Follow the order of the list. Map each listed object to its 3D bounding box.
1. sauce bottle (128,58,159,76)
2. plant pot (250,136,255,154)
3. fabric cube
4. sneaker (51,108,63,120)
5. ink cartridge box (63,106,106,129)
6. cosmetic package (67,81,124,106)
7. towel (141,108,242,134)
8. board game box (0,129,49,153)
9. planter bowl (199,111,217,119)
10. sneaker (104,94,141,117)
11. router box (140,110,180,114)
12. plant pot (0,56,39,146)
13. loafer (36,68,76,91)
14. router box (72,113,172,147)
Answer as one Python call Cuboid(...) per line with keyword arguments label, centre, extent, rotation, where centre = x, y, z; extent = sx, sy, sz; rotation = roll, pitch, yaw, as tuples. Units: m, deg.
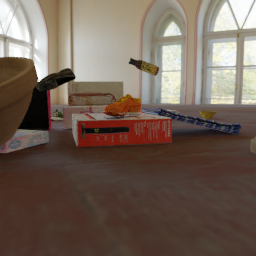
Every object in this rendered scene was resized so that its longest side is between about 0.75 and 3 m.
Cuboid(label="sauce bottle", centre=(0.720, -2.862, 12.993), extent=(1.449, 0.478, 0.478), rotation=(16, 2, -13))
Cuboid(label="plant pot", centre=(3.106, 0.010, 5.547), extent=(1.200, 1.047, 1.200), rotation=(1, 7, 0))
Cuboid(label="fabric cube", centre=(-3.398, -0.693, 9.312), extent=(1.604, 1.635, 1.629), rotation=(-2, 6, -12))
Cuboid(label="sneaker", centre=(-3.474, -0.700, 14.190), extent=(0.515, 0.594, 1.340), rotation=(4, 7, 33))
Cuboid(label="ink cartridge box", centre=(-1.349, -0.437, 10.585), extent=(1.917, 0.812, 1.386), rotation=(0, 5, 5))
Cuboid(label="cosmetic package", centre=(-1.342, -1.388, 11.447), extent=(2.212, 0.965, 1.144), rotation=(-2, 3, -9))
Cuboid(label="towel", centre=(1.975, -0.310, 9.151), extent=(2.799, 0.334, 2.026), rotation=(12, 3, -13))
Cuboid(label="board game box", centre=(-2.903, 0.258, 6.532), extent=(1.477, 0.322, 1.484), rotation=(2, 7, 19))
Cuboid(label="planter bowl", centre=(4.388, -0.720, 15.340), extent=(0.941, 0.392, 0.941), rotation=(-1, 6, 0))
Cuboid(label="sneaker", centre=(-0.151, -0.572, 7.094), extent=(0.548, 0.579, 1.501), rotation=(4, 9, 27))
Cuboid(label="router box", centre=(1.759, -0.788, 15.797), extent=(1.723, 0.421, 1.547), rotation=(-3, 7, -24))
Cuboid(label="plant pot", centre=(-3.092, -0.346, 5.389), extent=(2.905, 1.341, 2.905), rotation=(-6, 28, 3))
Cuboid(label="loafer", centre=(-1.970, -1.305, 7.761), extent=(1.138, 0.409, 0.358), rotation=(-35, 68, -27))
Cuboid(label="router box", centre=(-0.333, -0.037, 7.796), extent=(2.327, 0.633, 2.592), rotation=(-1, 6, -13))
